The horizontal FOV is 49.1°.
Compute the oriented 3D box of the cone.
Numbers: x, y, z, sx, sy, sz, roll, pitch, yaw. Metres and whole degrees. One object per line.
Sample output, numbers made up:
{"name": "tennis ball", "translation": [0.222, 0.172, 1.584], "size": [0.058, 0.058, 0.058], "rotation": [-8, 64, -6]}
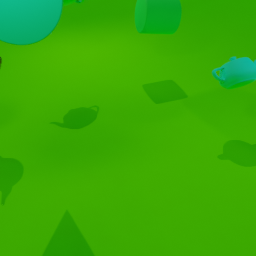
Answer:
{"name": "cone", "translation": [-1.755, -2.197, 4.698], "size": [1.366, 1.366, 1.371], "rotation": [-6, 26, -7]}

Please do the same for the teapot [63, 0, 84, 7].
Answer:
{"name": "teapot", "translation": [-2.070, -4.078, 8.141], "size": [1.827, 0.895, 1.136], "rotation": [11, 69, -36]}

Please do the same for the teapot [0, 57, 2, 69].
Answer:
{"name": "teapot", "translation": [-3.448, -1.519, 6.380], "size": [1.000, 0.788, 1.608], "rotation": [-34, 29, -16]}

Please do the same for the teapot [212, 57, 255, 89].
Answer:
{"name": "teapot", "translation": [2.851, -1.470, 7.231], "size": [1.558, 0.969, 0.763], "rotation": [-12, 82, -18]}

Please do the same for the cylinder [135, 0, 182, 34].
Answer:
{"name": "cylinder", "translation": [1.008, -3.890, 9.638], "size": [1.247, 1.247, 1.247], "rotation": [-4, 38, -17]}
